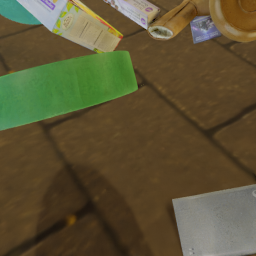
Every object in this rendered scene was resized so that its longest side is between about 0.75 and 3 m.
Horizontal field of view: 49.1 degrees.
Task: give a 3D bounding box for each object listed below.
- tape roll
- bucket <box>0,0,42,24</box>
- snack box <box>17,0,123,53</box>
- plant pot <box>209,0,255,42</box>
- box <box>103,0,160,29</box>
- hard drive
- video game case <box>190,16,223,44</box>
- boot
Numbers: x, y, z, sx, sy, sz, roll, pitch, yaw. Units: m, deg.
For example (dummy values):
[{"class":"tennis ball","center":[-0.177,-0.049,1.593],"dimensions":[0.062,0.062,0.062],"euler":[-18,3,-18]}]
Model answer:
[{"class":"tape roll","center":[-1.199,-0.590,4.577],"dimensions":[2.686,0.646,2.686],"euler":[-14,9,2]},{"class":"bucket","center":[-2.805,-4.166,7.812],"dimensions":[2.420,2.420,1.574],"euler":[-6,77,-5]},{"class":"snack box","center":[-1.245,-2.161,4.944],"dimensions":[2.078,0.550,1.478],"euler":[44,18,25]},{"class":"plant pot","center":[2.909,-3.049,6.708],"dimensions":[1.880,1.880,0.258],"euler":[-3,12,-3]},{"class":"box","center":[-0.079,-3.558,7.860],"dimensions":[0.490,0.457,2.363],"euler":[-36,61,-18]},{"class":"hard drive","center":[1.017,1.021,2.998],"dimensions":[0.961,0.158,0.671],"euler":[-12,59,7]},{"class":"video game case","center":[2.142,-3.086,7.891],"dimensions":[0.863,1.209,0.115],"euler":[-4,15,44]},{"class":"boot","center":[1.584,-2.824,7.179],"dimensions":[1.513,0.571,1.727],"euler":[17,51,45]}]
